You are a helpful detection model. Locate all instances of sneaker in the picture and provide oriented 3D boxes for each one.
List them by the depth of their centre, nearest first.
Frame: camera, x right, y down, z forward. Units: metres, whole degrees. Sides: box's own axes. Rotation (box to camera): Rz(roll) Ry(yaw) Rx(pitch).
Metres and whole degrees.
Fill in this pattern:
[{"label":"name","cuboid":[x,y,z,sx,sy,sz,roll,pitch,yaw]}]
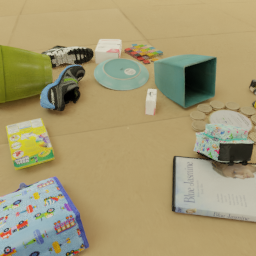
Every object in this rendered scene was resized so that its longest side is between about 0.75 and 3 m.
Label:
[{"label":"sneaker","cuboid":[-2.329,-1.518,10.968,1.183,1.012,2.854,23,40,1]},{"label":"sneaker","cuboid":[-3.010,-3.570,13.510,2.657,0.883,1.202,-15,43,-15]}]

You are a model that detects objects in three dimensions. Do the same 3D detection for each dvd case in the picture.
[{"label":"dvd case","cuboid":[2.543,1.535,7.387,2.736,0.240,1.952,5,35,7]}]

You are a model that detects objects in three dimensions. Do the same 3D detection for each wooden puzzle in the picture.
[{"label":"wooden puzzle","cuboid":[0.819,-3.957,14.580,1.475,0.175,2.487,-22,43,-26]}]

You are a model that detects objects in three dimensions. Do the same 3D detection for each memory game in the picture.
[{"label":"memory game","cuboid":[3.514,-0.173,9.720,2.739,0.174,2.739,0,38,0]}]

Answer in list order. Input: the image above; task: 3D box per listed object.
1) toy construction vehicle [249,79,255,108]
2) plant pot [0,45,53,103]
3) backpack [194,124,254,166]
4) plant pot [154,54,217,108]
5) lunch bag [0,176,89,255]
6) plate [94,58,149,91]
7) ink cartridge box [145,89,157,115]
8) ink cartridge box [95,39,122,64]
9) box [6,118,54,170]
[{"label":"toy construction vehicle","cuboid":[5.706,-1.415,10.859,2.066,0.727,1.798,-3,38,-4]},{"label":"plant pot","cuboid":[-4.132,-2.091,10.811,2.189,2.274,2.274,-5,37,-26]},{"label":"backpack","cuboid":[2.633,0.428,8.004,1.294,1.098,1.458,1,4,-26]},{"label":"plant pot","cuboid":[2.073,-2.069,11.070,1.582,1.583,2.240,-21,32,-25]},{"label":"lunch bag","cuboid":[-2.235,1.966,6.386,1.812,1.132,2.407,-21,33,-21]},{"label":"plate","cuboid":[-0.273,-2.514,12.361,2.455,0.314,2.455,3,44,-3]},{"label":"ink cartridge box","cuboid":[0.861,-0.972,10.372,0.365,0.626,0.860,6,38,8]},{"label":"ink cartridge box","cuboid":[-0.952,-3.847,14.038,1.176,0.664,1.605,3,38,3]},{"label":"box","cuboid":[-3.000,0.510,8.603,1.182,0.487,2.015,-15,38,-19]}]
